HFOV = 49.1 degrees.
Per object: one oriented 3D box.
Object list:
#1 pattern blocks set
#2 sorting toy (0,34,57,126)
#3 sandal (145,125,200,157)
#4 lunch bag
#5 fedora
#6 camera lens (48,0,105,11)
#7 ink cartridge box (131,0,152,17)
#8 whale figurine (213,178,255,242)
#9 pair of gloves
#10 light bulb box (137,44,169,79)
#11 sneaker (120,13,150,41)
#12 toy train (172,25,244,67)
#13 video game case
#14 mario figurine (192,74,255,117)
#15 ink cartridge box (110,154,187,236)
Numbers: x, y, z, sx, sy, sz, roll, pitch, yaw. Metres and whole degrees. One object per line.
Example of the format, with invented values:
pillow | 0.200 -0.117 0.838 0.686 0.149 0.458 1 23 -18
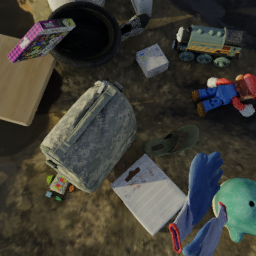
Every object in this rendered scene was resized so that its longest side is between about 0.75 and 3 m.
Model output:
pattern blocks set | -2.208 1.810 9.188 0.953 0.088 1.084 12 72 4
sorting toy | -4.191 -1.651 9.863 2.890 1.012 2.907 15 72 4
sandal | 1.523 0.469 9.388 1.976 0.564 0.785 -22 73 -7
lunch bag | -1.109 0.218 8.439 2.043 2.460 2.933 35 72 11
fedora | -1.609 -3.190 10.169 2.710 1.237 2.710 1 83 -4
camera lens | -2.041 -5.557 10.181 2.288 2.860 2.288 0 70 1
ink cartridge box | 0.235 -6.045 10.601 0.607 2.417 2.785 -17 72 -6
whale figurine | 3.774 2.580 8.297 2.482 1.288 1.975 42 76 11
pair of gloves | 1.595 1.996 6.113 0.341 2.992 2.406 8 36 37
light bulb box | 0.898 -2.479 10.383 0.887 0.558 0.895 -25 72 -8
sneaker | 0.188 -3.795 10.532 1.750 1.011 0.657 -35 104 -6
toy train | 2.907 -3.041 10.109 2.512 1.432 1.071 10 71 3
video game case | -2.015 -2.060 6.582 1.325 1.201 0.237 -29 96 33
mario figurine | 3.562 -1.092 9.903 2.382 1.263 1.471 -15 107 6
ink cartridge box | 0.668 2.087 8.928 1.613 0.502 2.004 -41 72 -12
